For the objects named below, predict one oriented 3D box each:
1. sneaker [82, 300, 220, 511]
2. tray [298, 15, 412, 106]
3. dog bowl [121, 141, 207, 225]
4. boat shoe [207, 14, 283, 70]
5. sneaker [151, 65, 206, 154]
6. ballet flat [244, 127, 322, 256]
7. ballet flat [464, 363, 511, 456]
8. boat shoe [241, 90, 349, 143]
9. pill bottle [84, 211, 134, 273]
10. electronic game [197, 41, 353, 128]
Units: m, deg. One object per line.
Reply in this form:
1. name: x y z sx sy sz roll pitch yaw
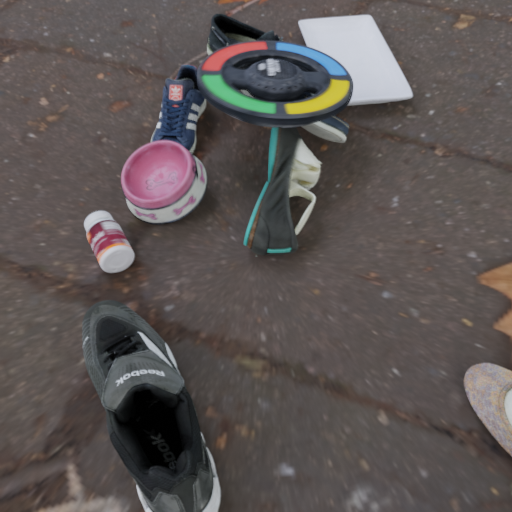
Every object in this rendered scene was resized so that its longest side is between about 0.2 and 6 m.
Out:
1. sneaker: -1.329 1.537 6.563 1.067 1.453 3.212 -21 54 -17
2. tray: 2.009 -4.130 11.907 1.725 0.356 3.212 -6 51 -6
3. dog bowl: -1.558 -1.263 9.186 1.444 0.532 1.444 -5 64 11
4. boat shoe: 0.110 -4.240 11.598 1.084 0.961 2.900 -36 59 -26
5. sneaker: -1.469 -2.662 10.311 0.859 0.969 2.293 4 51 3
6. ballet flat: 0.516 -1.154 9.189 0.961 0.955 2.809 12 61 1
7. ballet flat: 3.570 2.218 6.318 0.989 0.977 2.907 -24 54 -18
8. boat shoe: 0.770 -2.936 10.498 2.595 0.972 0.803 37 91 34
9. pill bottle: -2.281 -0.233 8.602 0.531 0.531 0.931 -23 54 -18
10. electronic game: 0.331 -3.041 9.675 2.698 0.561 2.698 2 46 -3
